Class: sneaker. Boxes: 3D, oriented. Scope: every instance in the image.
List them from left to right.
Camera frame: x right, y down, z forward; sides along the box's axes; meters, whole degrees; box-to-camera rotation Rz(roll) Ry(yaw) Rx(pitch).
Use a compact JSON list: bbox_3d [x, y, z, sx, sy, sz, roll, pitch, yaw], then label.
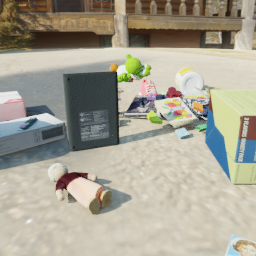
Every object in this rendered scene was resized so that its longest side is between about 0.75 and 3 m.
[{"bbox_3d":[1.002,-1.839,13.948,0.904,1.064,2.454,-5,21,-10],"label":"sneaker"},{"bbox_3d":[2.418,-0.739,11.292,2.425,0.850,1.315,-10,20,-32],"label":"sneaker"}]

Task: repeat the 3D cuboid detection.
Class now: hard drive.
[{"bbox_3d":[-1.076,-0.524,8.547,1.619,2.320,0.381,-7,20,-19],"label":"hard drive"}]

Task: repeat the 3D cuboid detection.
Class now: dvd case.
[{"bbox_3d":[0.743,-0.953,12.077,1.379,0.148,1.855,1,33,19],"label":"dvd case"}]

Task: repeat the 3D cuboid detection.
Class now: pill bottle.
[{"bbox_3d":[3.403,-2.677,15.831,1.338,1.338,2.389,1,20,2],"label":"pill bottle"}]

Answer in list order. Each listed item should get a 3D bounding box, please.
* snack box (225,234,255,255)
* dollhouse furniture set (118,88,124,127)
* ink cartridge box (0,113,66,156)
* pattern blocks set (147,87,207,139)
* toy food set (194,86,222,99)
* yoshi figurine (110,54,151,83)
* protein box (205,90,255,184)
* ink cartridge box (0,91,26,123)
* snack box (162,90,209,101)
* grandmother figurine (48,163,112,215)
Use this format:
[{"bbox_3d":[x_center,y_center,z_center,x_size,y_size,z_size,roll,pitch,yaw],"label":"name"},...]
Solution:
[{"bbox_3d":[2.442,2.374,3.348,2.683,0.498,1.558,11,23,28],"label":"snack box"},{"bbox_3d":[-0.631,-0.848,11.101,1.167,1.174,1.665,-6,20,-16],"label":"dollhouse furniture set"},{"bbox_3d":[-4.035,0.066,9.422,2.983,0.650,2.589,-17,27,-38],"label":"ink cartridge box"},{"bbox_3d":[1.791,-0.648,10.493,2.339,0.216,2.661,-22,48,-28],"label":"pattern blocks set"},{"bbox_3d":[4.099,-1.405,12.338,2.153,0.432,1.486,16,24,-23],"label":"toy food set"},{"bbox_3d":[-0.063,-2.265,10.778,2.022,1.136,1.132,1,17,45],"label":"yoshi figurine"},{"bbox_3d":[3.805,0.099,7.617,2.650,1.788,2.630,0,20,0],"label":"protein box"},{"bbox_3d":[-5.189,-0.899,11.725,1.424,0.830,1.968,-11,23,-26],"label":"ink cartridge box"},{"bbox_3d":[2.748,-1.339,13.250,2.282,0.604,1.623,2,20,5],"label":"snack box"},{"bbox_3d":[-1.173,1.265,6.360,1.816,0.550,1.101,20,19,38],"label":"grandmother figurine"}]
